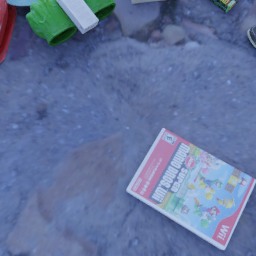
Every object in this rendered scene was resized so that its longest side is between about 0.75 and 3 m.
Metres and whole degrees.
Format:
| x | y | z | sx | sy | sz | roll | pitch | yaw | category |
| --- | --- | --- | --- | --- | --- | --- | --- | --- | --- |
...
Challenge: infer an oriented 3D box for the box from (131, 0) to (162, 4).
| x | y | z | sx | sy | sz | roll | pitch | yaw | category |
| --- | --- | --- | --- | --- | --- | --- | --- | --- | --- |
| 0.887 | -4.599 | 9.023 | 1.656 | 0.644 | 0.786 | -9 | 73 | -2 | box |

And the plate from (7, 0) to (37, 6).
| x | y | z | sx | sy | sz | roll | pitch | yaw | category |
| --- | --- | --- | --- | --- | --- | --- | --- | --- | --- |
| -3.273 | -4.572 | 8.960 | 1.938 | 0.248 | 1.938 | 1 | 57 | -2 | plate |

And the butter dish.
| x | y | z | sx | sy | sz | roll | pitch | yaw | category |
| --- | --- | --- | --- | --- | --- | --- | --- | --- | --- |
| -4.312 | -3.300 | 7.807 | 2.241 | 1.656 | 2.235 | 15 | 71 | -28 | butter dish |

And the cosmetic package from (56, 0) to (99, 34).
| x | y | z | sx | sy | sz | roll | pitch | yaw | category |
| --- | --- | --- | --- | --- | --- | --- | --- | --- | --- |
| -1.500 | -3.448 | 8.099 | 0.559 | 0.343 | 1.355 | -39 | 93 | -19 | cosmetic package |

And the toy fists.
| x | y | z | sx | sy | sz | roll | pitch | yaw | category |
| --- | --- | --- | --- | --- | --- | --- | --- | --- | --- |
| -1.755 | -3.667 | 8.607 | 2.695 | 0.927 | 1.374 | -35 | 89 | -11 | toy fists |

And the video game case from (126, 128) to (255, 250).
| x | y | z | sx | sy | sz | roll | pitch | yaw | category |
| --- | --- | --- | --- | --- | --- | --- | --- | --- | --- |
| 1.641 | 1.502 | 7.308 | 2.790 | 0.243 | 1.995 | 30 | 75 | 9 | video game case |

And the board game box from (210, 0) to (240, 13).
| x | y | z | sx | sy | sz | roll | pitch | yaw | category |
| --- | --- | --- | --- | --- | --- | --- | --- | --- | --- |
| 3.656 | -5.152 | 9.393 | 1.431 | 0.320 | 2.731 | 42 | 77 | 14 | board game box |

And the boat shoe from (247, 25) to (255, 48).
| x | y | z | sx | sy | sz | roll | pitch | yaw | category |
| --- | --- | --- | --- | --- | --- | --- | --- | --- | --- |
| 4.406 | -2.464 | 8.364 | 0.673 | 0.619 | 1.882 | -33 | 75 | -10 | boat shoe |
